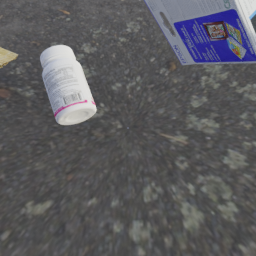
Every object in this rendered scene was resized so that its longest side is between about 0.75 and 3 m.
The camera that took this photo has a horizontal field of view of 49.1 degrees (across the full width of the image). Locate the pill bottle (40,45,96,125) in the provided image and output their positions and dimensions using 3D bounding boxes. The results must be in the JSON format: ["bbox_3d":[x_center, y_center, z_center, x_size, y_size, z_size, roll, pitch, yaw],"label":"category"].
[{"bbox_3d":[-1.096,-0.765,4.999,0.727,0.727,1.282,-17,75,-14],"label":"pill bottle"}]

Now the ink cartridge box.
[{"bbox_3d":[1.551,-2.563,6.171,0.564,2.573,2.598,-45,27,-14],"label":"ink cartridge box"}]

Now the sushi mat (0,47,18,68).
[{"bbox_3d":[-4.186,-2.204,6.985,2.625,0.159,1.256,23,21,-10],"label":"sushi mat"}]
